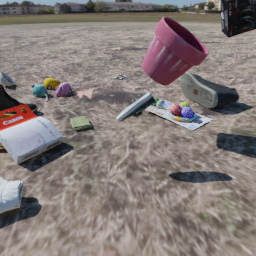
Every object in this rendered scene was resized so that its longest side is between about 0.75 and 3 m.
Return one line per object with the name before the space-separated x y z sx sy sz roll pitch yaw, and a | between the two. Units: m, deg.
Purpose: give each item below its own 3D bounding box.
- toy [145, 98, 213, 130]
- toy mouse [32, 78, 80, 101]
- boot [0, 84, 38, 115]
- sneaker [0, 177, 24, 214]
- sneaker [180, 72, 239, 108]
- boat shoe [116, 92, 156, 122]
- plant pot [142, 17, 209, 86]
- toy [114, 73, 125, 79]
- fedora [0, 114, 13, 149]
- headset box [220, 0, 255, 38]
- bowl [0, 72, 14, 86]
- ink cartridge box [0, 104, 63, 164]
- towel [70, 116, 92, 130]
toy | 2.018 -0.751 11.311 1.413 0.579 2.454 -23 34 -38
toy mouse | -3.786 -1.969 13.861 2.655 0.514 2.359 1 26 2
boot | -4.744 -1.170 11.251 1.993 1.379 0.772 -6 27 -13
sneaker | -3.072 1.444 6.879 0.958 0.611 1.657 -10 37 -23
sneaker | 3.688 -1.769 13.072 1.530 1.077 2.880 -6 35 -23
boat shoe | 0.244 -0.497 7.871 1.228 0.391 0.434 -35 14 -2
plant pot | 1.409 -2.422 9.363 1.890 1.692 1.890 28 33 -20
toy | -0.481 -3.089 16.508 0.520 0.213 0.902 10 28 18
fedora | -4.180 0.025 9.497 1.906 0.778 1.906 -1 26 0
headset box | 3.558 -3.481 8.221 1.517 1.129 0.586 -15 41 4
bowl | -6.564 -2.531 14.936 0.415 0.885 0.885 -41 29 6
ink cartridge box | -3.332 -0.008 8.884 2.017 0.576 1.640 49 44 12
towel | -1.816 -0.185 10.613 0.701 0.172 0.945 -11 29 -19
